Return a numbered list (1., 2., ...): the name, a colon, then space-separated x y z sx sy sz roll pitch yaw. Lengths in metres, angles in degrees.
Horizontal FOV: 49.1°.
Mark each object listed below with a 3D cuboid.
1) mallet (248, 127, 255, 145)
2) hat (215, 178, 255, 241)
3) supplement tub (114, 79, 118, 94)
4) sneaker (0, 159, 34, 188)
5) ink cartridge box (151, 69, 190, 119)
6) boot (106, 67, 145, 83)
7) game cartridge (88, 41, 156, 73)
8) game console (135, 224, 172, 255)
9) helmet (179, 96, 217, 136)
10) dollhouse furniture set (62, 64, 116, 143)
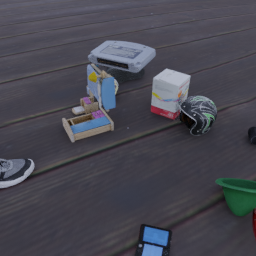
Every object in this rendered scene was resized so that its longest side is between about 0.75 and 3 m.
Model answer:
1. mallet: 5.794 0.402 10.824 2.285 0.470 0.753 7 33 1
2. hat: 3.300 2.471 8.215 1.574 1.672 1.900 6 2 26
3. supplement tub: -0.971 -1.785 13.298 0.842 0.842 1.161 6 38 8
4. sneaker: -4.378 1.169 8.850 2.565 1.460 0.968 -13 39 -16
5. ink cartridge box: 1.837 -1.504 12.217 1.217 1.683 1.223 22 42 27
6. boot: -0.653 -3.590 15.588 2.281 0.908 2.768 -7 40 -27
7. game cartridge: -0.186 -2.714 10.390 2.213 0.460 1.473 19 43 27
8. game console: 0.661 2.999 7.218 0.858 0.509 0.739 9 38 12
9. helmet: 2.794 -0.590 11.208 1.508 1.437 1.508 0 37 0
10. dollhouse furniture set: -1.822 -1.307 11.100 1.782 2.730 2.578 -16 40 -22
